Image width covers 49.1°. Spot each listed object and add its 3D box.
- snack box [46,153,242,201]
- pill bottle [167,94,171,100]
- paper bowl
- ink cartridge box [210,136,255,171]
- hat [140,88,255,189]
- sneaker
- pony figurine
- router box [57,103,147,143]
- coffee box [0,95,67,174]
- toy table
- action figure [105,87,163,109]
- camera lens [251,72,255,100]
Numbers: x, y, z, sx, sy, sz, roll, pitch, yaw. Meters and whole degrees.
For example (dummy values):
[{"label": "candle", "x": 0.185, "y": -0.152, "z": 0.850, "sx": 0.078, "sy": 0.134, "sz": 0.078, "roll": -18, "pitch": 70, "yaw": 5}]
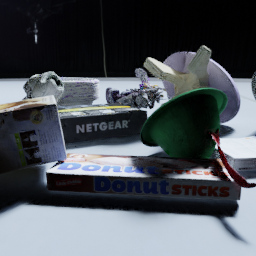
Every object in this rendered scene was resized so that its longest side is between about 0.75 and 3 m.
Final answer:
[{"label": "snack box", "x": 0.221, "y": 0.714, "z": 4.342, "sx": 2.718, "sy": 0.330, "sz": 0.977, "roll": 1, "pitch": 12, "yaw": 7}, {"label": "pill bottle", "x": 3.009, "y": -1.619, "z": 12.810, "sx": 1.286, "sy": 1.286, "sz": 2.321, "roll": -11, "pitch": 16, "yaw": -41}, {"label": "paper bowl", "x": -2.417, "y": -1.308, "z": 11.235, "sx": 2.568, "sy": 1.336, "sz": 2.568, "roll": 0, "pitch": 12, "yaw": 0}, {"label": "ink cartridge box", "x": 2.322, "y": 0.477, "z": 5.548, "sx": 1.394, "sy": 0.283, "sz": 1.391, "roll": -2, "pitch": 13, "yaw": -11}, {"label": "hat", "x": 1.363, "y": 0.556, "z": 4.992, "sx": 2.211, "sy": 1.831, "sz": 1.946, "roll": 7, "pitch": 47, "yaw": -45}, {"label": "sneaker", "x": -2.083, "y": -0.990, "z": 7.159, "sx": 0.926, "sy": 0.999, "sz": 2.465, "roll": 34, "pitch": 9, "yaw": -28}, {"label": "pony figurine", "x": 1.121, "y": -2.386, "z": 16.268, "sx": 2.138, "sy": 1.780, "sz": 2.064, "roll": 9, "pitch": 13, "yaw": -41}, {"label": "router box", "x": -1.004, "y": -0.224, "z": 7.876, "sx": 2.500, "sy": 0.653, "sz": 1.966, "roll": -6, "pitch": 14, "yaw": -27}, {"label": "coffee box", "x": -2.330, "y": 0.162, "z": 4.629, "sx": 2.407, "sy": 0.961, "sz": 1.361, "roll": -12, "pitch": 15, "yaw": -14}, {"label": "toy table", "x": 1.896, "y": -1.212, "z": 8.526, "sx": 2.907, "sy": 2.672, "sz": 1.703, "roll": 34, "pitch": 29, "yaw": 26}, {"label": "action figure", "x": 0.149, "y": -0.995, "z": 10.414, "sx": 1.924, "sy": 1.026, "sz": 2.957, "roll": -8, "pitch": 12, "yaw": -20}, {"label": "camera lens", "x": 4.553, "y": -1.016, "z": 8.134, "sx": 1.487, "sy": 1.487, "sz": 1.859, "roll": 12, "pitch": -10, "yaw": 44}]
